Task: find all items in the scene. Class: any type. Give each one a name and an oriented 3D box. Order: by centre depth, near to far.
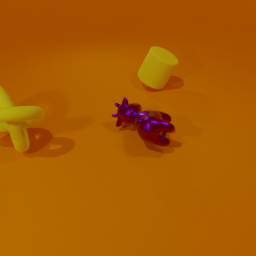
[{"bbox_3d":[-2.748,-0.263,6.421,1.848,1.975,0.913,-4,48,43],"label":"knot shape"},{"bbox_3d":[0.338,-0.171,7.263,1.556,0.868,1.581,15,17,-4],"label":"cow figurine"},{"bbox_3d":[1.008,-2.040,9.526,1.048,1.048,1.048,19,38,-15],"label":"cylinder"}]
